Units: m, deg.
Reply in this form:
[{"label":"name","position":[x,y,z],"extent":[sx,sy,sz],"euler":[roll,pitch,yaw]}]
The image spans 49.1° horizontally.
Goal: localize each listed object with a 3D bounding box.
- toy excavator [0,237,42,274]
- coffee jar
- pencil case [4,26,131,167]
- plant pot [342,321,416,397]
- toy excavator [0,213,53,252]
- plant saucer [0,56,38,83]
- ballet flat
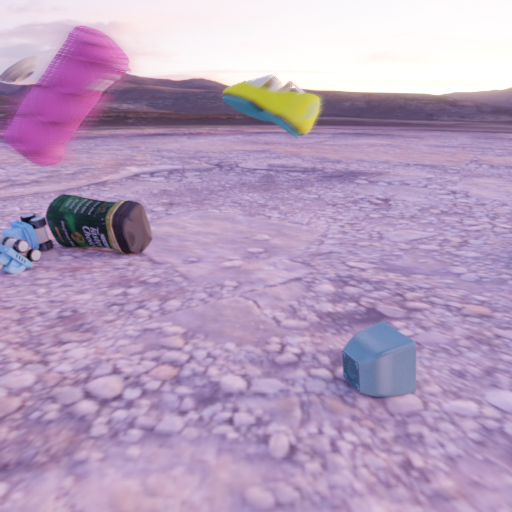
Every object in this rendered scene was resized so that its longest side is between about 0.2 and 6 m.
[{"label":"toy excavator","position":[-4.650,0.128,10.291],"extent":[0.528,1.058,1.029],"euler":[10,-25,34]},{"label":"coffee jar","position":[-3.261,-0.659,11.756],"extent":[2.122,1.107,0.905],"euler":[6,42,21]},{"label":"pencil case","position":[-3.033,-2.498,9.019],"extent":[1.095,2.338,1.061],"euler":[43,20,2]},{"label":"plant pot","position":[1.365,1.238,6.441],"extent":[0.671,0.657,0.659],"euler":[-13,20,-18]},{"label":"toy excavator","position":[-5.216,-0.367,11.775],"extent":[1.356,0.696,1.394],"euler":[15,31,43]},{"label":"plant saucer","position":[-4.394,-3.435,10.475],"extent":[0.806,0.202,0.806],"euler":[-31,14,8]},{"label":"ballet flat","position":[0.232,-2.220,7.958],"extent":[0.663,0.665,1.985],"euler":[29,7,-40]}]
